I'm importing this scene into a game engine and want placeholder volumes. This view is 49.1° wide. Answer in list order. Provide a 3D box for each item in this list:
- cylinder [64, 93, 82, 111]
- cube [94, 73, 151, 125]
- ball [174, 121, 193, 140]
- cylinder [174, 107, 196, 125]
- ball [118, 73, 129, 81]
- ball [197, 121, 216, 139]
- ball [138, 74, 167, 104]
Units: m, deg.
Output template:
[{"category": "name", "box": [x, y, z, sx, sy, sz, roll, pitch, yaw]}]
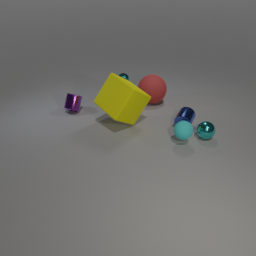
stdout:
[{"category": "cylinder", "box": [-2.512, -1.176, 12.803, 0.700, 0.700, 0.700, 13, 2, -1]}, {"category": "cube", "box": [-0.219, -1.152, 11.337, 1.400, 1.400, 1.400, 40, 15, 30]}, {"category": "ball", "box": [2.042, 0.084, 10.302, 0.700, 0.700, 0.700, 0, 29, 0]}, {"category": "cylinder", "box": [2.341, -0.402, 11.524, 0.700, 0.700, 0.700, 14, 44, 24]}, {"category": "ball", "box": [-0.272, -2.758, 15.855, 0.700, 0.700, 0.700, 0, 29, 0]}, {"category": "ball", "box": [2.995, 0.089, 10.754, 0.700, 0.700, 0.700, 0, 29, 0]}, {"category": "ball", "box": [1.170, -1.885, 13.575, 1.400, 1.400, 1.400, 0, 29, 0]}]
